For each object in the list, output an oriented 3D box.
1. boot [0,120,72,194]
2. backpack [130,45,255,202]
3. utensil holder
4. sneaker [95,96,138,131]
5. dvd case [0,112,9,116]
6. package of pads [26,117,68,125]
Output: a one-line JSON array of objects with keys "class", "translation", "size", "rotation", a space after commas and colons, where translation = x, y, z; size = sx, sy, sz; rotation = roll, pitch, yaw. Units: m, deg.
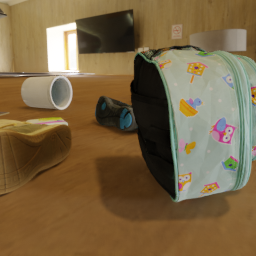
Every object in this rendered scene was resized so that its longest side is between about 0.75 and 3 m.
[{"class": "boot", "translation": [-2.673, 0.357, 5.227], "size": [2.170, 1.016, 2.792], "rotation": [6, 13, 21]}, {"class": "backpack", "translation": [1.081, -0.168, 4.621], "size": [2.041, 2.341, 2.663], "rotation": [-5, 17, 3]}, {"class": "utensil holder", "translation": [-3.667, -1.612, 12.616], "size": [1.754, 1.491, 1.491], "rotation": [5, 14, 26]}, {"class": "sneaker", "translation": [-0.242, -0.401, 9.154], "size": [1.041, 0.930, 2.541], "rotation": [7, 14, -36]}, {"class": "dvd case", "translation": [-5.240, -0.562, 11.222], "size": [0.568, 0.061, 0.764], "rotation": [3, 14, 13]}, {"class": "package of pads", "translation": [-2.434, -0.048, 8.342], "size": [1.114, 0.380, 0.860], "rotation": [-6, 15, -26]}]
